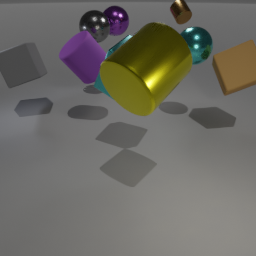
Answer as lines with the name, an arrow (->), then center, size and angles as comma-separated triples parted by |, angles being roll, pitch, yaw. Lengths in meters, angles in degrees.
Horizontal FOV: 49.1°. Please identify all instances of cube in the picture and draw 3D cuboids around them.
cube -> -4.340, -2.597, 11.478 | 1.400, 1.400, 1.400 | -20, 18, 1
cube -> 0.053, -1.681, 8.487 | 1.400, 1.400, 1.400 | 34, 42, 2
cube -> 4.020, -2.144, 10.280 | 1.400, 1.400, 1.400 | -21, -6, 14

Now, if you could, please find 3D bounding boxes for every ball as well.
ball -> -1.489, -4.536, 12.564 | 1.400, 1.400, 1.400 | 0, 28, 0
ball -> -0.638, -5.266, 13.794 | 1.400, 1.400, 1.400 | 0, 28, 0
ball -> 2.484, -3.089, 10.571 | 1.400, 1.400, 1.400 | 0, 28, 0

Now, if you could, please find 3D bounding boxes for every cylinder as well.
cylinder -> 2.170, -4.758, 11.488 | 0.700, 0.700, 0.700 | -12, 65, -21
cylinder -> 0.374, -1.204, 5.808 | 1.400, 1.400, 1.400 | 24, 61, 38
cylinder -> -1.586, -2.610, 10.432 | 1.400, 1.400, 1.400 | -26, 40, 24
